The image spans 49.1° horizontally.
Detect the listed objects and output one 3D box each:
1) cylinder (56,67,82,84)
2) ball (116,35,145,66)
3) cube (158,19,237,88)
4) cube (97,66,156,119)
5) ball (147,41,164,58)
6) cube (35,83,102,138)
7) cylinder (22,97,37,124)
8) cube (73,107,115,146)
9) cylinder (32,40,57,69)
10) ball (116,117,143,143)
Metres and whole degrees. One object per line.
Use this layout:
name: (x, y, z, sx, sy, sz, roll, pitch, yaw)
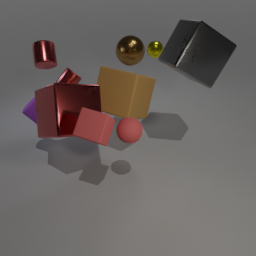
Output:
cylinder: (-2.232, -1.815, 10.617, 0.700, 0.700, 0.700, -52, 45, 2)
ball: (0.110, -3.682, 13.359, 1.400, 1.400, 1.400, 0, 32, 0)
cube: (2.006, -2.234, 8.355, 1.400, 1.400, 1.400, 24, 14, -22)
cube: (-0.117, -1.143, 9.227, 1.400, 1.400, 1.400, 18, 12, 26)
ball: (1.139, -3.283, 11.716, 0.700, 0.700, 0.700, 0, 32, 0)
cube: (-1.699, -0.465, 8.009, 1.400, 1.400, 1.400, -4, 1, -39)
cylinder: (-2.794, -0.527, 8.741, 0.700, 0.700, 0.700, -36, 28, 22)
cube: (-0.807, -0.017, 6.794, 0.700, 0.700, 0.700, 17, -6, 12)
cylinder: (-2.642, -2.310, 8.888, 0.700, 0.700, 0.700, -9, -7, -1)
ball: (0.038, 0.057, 7.443, 0.700, 0.700, 0.700, 0, 32, 0)
